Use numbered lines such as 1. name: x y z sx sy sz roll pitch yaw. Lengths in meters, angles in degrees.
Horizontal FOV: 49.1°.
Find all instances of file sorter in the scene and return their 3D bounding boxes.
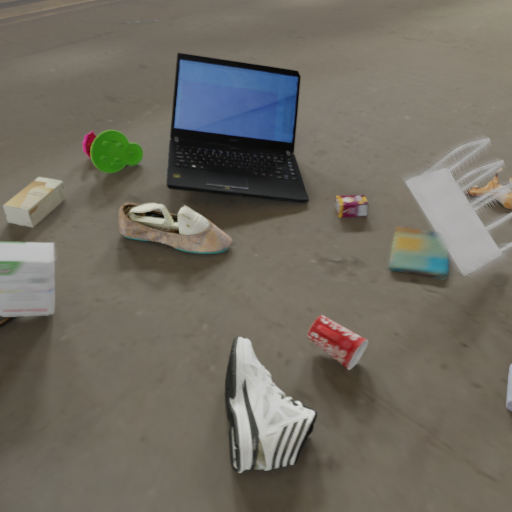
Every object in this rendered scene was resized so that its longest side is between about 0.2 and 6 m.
1. file sorter: 3.954 -0.911 9.985 1.368 1.228 1.972 -19 76 -41

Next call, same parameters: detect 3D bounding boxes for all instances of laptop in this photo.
1. laptop: -0.386 -3.023 13.021 3.167 1.846 3.574 5 36 -10

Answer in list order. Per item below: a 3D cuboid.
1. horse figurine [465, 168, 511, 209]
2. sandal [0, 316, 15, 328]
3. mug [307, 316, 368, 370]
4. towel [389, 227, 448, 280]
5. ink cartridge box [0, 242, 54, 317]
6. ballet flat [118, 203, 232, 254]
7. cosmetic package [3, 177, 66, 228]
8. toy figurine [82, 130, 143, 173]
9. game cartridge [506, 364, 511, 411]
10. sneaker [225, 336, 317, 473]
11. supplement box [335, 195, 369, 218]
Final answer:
1. horse figurine: 5.605 -1.383 12.420 1.019 0.384 1.538 -34 53 -21
2. sandal: -4.958 0.863 9.082 1.084 0.724 2.652 32 38 33
3. mug: 1.245 1.252 8.614 0.810 0.719 0.540 32 54 26
4. towel: 3.192 -0.081 10.947 1.065 0.158 1.452 10 37 12
5. ink cartridge box: -3.767 0.394 9.128 0.895 1.232 0.539 0 40 -17
6. ballet flat: -1.658 -0.605 11.080 2.404 0.808 0.818 8 38 10
7. cosmetic package: -4.770 -1.179 12.127 0.671 0.454 1.276 10 38 13
8. toy figurine: -3.713 -2.690 13.911 1.375 1.033 1.266 -3 21 -41
9. game cartridge: 4.341 2.083 8.006 1.389 0.281 0.926 14 43 18
10. sneaker: 0.195 2.028 7.823 1.171 0.768 2.036 3 44 -10
11. supplement box: 2.061 -1.071 12.090 0.632 0.326 0.414 -3 35 -5
